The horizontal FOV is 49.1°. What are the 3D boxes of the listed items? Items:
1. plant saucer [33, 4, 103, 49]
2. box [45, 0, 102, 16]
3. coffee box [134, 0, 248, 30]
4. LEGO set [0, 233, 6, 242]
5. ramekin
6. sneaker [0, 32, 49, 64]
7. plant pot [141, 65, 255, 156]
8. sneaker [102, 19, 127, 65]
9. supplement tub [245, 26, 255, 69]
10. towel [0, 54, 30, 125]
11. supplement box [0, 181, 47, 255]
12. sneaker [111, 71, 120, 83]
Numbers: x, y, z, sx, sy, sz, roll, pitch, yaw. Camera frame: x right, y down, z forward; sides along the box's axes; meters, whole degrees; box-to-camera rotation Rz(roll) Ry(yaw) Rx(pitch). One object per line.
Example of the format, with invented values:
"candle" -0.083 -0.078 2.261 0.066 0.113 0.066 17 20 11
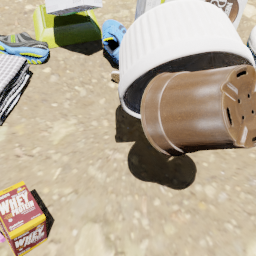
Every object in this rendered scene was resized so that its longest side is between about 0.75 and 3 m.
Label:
"plant saucer" -2.685 -4.637 12.026 2.763 0.662 2.759 -13 53 -10
"box" -1.897 -4.767 9.276 1.948 1.719 0.942 7 19 38
"coffee box" 1.840 -3.868 9.566 2.946 2.975 2.980 3 44 -5
"LEGO set" -3.999 2.186 6.614 2.090 0.797 0.858 31 58 24
"ramekin" 1.119 -1.418 6.232 2.866 2.866 1.504 -8 68 -6
"sneaker" -4.283 -3.157 10.759 2.594 0.920 1.075 12 52 1
"plant pot" 1.319 -0.286 4.623 1.603 1.603 1.587 -41 20 -27
"sneaker" -0.564 -3.497 10.730 0.908 1.080 2.755 -38 51 22
"supplement tub" 4.182 -1.495 8.172 2.022 2.796 2.022 0 54 0
"towel" -4.727 -1.528 9.283 2.229 1.152 2.692 9 52 6
"supplement box" -2.465 2.075 6.374 0.765 1.152 1.136 -24 55 -33
"sneaker" 0.140 -1.946 10.013 1.421 0.498 0.771 12 57 1
